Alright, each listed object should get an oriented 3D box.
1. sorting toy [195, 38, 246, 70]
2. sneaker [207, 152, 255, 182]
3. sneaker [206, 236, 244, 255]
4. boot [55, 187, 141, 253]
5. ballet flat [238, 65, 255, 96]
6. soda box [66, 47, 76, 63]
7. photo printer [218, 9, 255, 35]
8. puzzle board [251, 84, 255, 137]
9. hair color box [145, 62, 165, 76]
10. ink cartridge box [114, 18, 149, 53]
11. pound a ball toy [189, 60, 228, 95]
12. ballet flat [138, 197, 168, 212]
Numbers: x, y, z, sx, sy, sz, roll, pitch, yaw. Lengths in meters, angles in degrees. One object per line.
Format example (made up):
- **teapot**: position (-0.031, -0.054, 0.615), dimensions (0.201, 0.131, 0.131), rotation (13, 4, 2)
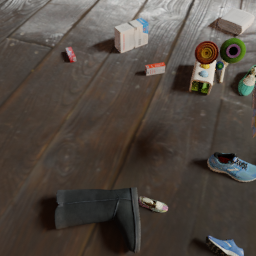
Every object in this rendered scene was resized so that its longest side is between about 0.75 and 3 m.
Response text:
- **sorting toy**: position (2.494, -1.984, 7.589), dimensions (1.352, 0.812, 0.555), rotation (-2, 15, 17)
- **sneaker**: position (3.788, 1.332, 9.923), dimensions (1.818, 0.818, 0.713), rotation (14, 53, 11)
- **sneaker**: position (2.914, 3.565, 8.445), dimensions (1.172, 0.460, 0.522), rotation (27, 49, 10)
- **boot**: position (-0.969, 2.842, 8.676), dimensions (2.605, 0.855, 2.147), rotation (0, 42, -5)
- **ballet flat**: position (5.639, -2.298, 12.892), dimensions (0.657, 0.687, 1.952), rotation (29, 58, 17)
- **soda box**: position (-2.920, -3.745, 14.299), dimensions (0.325, 0.294, 0.927), rotation (-17, 53, -13)
- **photo printer**: position (6.240, -6.135, 15.983), dimensions (1.495, 0.624, 1.797), rotation (33, 58, 25)
- **puzzle board**: position (3.983, -0.823, 8.508), dimensions (0.164, 1.418, 1.881), rotation (8, 69, 12)
- **hair color box**: position (1.299, -2.828, 13.461), dimensions (0.917, 0.465, 0.281), rotation (-11, 53, -9)
- **ink cartridge box**: position (0.172, -4.804, 14.536), dimensions (1.692, 1.235, 0.713), rotation (-25, 55, -19)
- **pound a ball toy**: position (3.824, -2.668, 12.988), dimensions (1.550, 1.010, 2.378), rotation (13, 53, 11)
- **ballet flat**: position (0.818, 2.515, 9.274), dimensions (1.032, 0.367, 0.357), rotation (15, 54, 11)
